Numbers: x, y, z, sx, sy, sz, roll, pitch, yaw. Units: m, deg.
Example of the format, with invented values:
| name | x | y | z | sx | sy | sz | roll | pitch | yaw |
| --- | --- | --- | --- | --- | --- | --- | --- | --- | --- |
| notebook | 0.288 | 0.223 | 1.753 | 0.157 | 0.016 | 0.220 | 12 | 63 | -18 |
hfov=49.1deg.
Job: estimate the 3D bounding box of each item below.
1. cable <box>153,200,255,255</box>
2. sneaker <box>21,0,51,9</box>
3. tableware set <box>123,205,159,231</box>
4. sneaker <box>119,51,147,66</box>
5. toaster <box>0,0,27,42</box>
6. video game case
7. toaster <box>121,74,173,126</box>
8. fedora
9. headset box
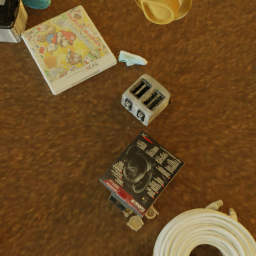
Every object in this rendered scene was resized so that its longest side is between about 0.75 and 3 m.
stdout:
| name | x | y | z | sx | sy | sz | roll | pitch | yaw |
| --- | --- | --- | --- | --- | --- | --- | --- | --- | --- |
| cable | 2.050 | 3.526 | 7.269 | 2.753 | 0.953 | 2.754 | -19 | 74 | -6 |
| sneaker | -3.730 | -4.974 | 9.969 | 2.204 | 0.843 | 0.890 | 22 | 78 | 6 |
| tableware set | 0.309 | 2.369 | 8.073 | 1.023 | 0.119 | 0.855 | -36 | 76 | -11 |
| sneaker | 0.147 | -2.241 | 9.419 | 0.988 | 0.365 | 0.405 | 21 | 90 | 10 |
| toaster | -4.249 | -3.786 | 9.564 | 1.539 | 0.913 | 1.391 | 4 | 73 | 1 |
| video game case | -2.032 | -2.722 | 9.555 | 2.365 | 0.297 | 2.598 | -29 | 75 | -9 |
| toaster | 0.602 | -0.904 | 8.750 | 1.165 | 0.765 | 1.289 | 43 | 77 | 11 |
| fedora | 0.924 | -3.594 | 8.125 | 1.793 | 1.793 | 0.731 | 15 | 68 | 5 |
| headset box | 0.330 | 1.380 | 7.971 | 1.555 | 0.807 | 2.089 | 38 | 75 | 13 |
